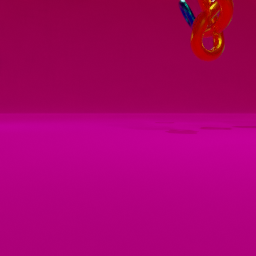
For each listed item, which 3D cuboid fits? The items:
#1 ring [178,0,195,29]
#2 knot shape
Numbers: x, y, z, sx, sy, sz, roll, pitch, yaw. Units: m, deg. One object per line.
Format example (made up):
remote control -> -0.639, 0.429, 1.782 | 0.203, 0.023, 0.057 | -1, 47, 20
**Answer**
ring -> 2.201, -4.143, 10.262 | 0.238, 1.191, 1.191 | -30, -4, 14
knot shape -> 1.618, -2.190, 5.426 | 0.699, 1.512, 1.415 | 7, -22, 12
